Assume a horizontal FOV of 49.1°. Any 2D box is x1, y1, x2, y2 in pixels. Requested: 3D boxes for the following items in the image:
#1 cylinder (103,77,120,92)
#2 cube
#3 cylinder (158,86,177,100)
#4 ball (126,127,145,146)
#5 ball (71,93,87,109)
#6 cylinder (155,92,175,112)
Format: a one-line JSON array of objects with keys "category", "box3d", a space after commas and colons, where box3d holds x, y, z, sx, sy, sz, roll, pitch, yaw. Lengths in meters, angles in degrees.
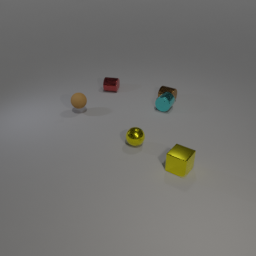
[{"category": "cylinder", "box3d": [-0.841, -2.226, 14.324, 0.700, 0.700, 0.700, 7, 32, 11]}, {"category": "cube", "box3d": [1.676, 1.045, 8.977, 0.700, 0.700, 0.700, 20, 37, 30]}, {"category": "cylinder", "box3d": [1.880, -1.599, 13.299, 0.700, 0.700, 0.700, 19, 36, 28]}, {"category": "ball", "box3d": [0.267, 0.309, 10.173, 0.700, 0.700, 0.700, 0, 31, 0]}, {"category": "ball", "box3d": [-2.140, -1.191, 12.177, 0.700, 0.700, 0.700, 0, 31, 0]}, {"category": "cylinder", "box3d": [1.666, -1.182, 12.595, 0.700, 0.700, 0.700, 15, 32, 23]}]
